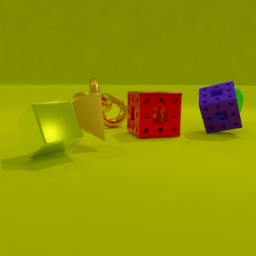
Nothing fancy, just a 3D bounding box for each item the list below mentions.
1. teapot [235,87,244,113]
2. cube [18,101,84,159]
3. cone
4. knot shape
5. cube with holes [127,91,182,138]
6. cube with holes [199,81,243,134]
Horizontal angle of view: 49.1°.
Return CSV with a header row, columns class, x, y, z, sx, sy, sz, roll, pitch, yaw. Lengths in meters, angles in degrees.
class,x,y,z,sx,sy,sz,roll,pitch,yaw
teapot,3.281,-0.833,9.492,1.008,1.280,2.058,23,56,36
cube,-1.501,0.033,5.406,0.817,0.817,0.817,-10,-16,-44
cone,-0.760,-0.089,6.181,0.962,0.966,0.962,-32,-18,-11
knot shape,-0.952,-0.865,8.917,1.860,0.860,1.741,48,19,25
cube with holes,0.689,-0.414,7.780,1.164,1.164,1.164,-2,9,-16
cube with holes,2.569,-0.576,7.832,0.961,0.961,0.961,-11,33,22
